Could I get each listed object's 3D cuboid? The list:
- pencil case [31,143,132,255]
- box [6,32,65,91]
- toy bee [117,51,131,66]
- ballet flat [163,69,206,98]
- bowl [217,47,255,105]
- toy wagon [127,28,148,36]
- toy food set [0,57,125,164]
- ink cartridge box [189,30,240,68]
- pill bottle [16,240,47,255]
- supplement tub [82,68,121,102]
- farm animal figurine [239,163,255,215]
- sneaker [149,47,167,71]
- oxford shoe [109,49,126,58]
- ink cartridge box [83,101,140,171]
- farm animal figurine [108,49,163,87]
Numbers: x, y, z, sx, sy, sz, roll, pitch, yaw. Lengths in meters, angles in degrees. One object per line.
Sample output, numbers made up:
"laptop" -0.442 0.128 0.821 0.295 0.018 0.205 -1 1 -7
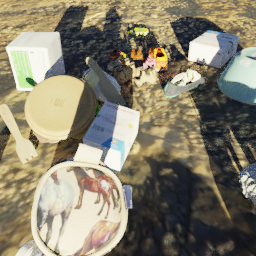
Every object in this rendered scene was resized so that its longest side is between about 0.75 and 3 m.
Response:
"pencil case" -0.740 1.129 4.135 1.064 2.734 1.223 24 71 -6
"box" -3.069 -2.297 9.627 1.362 1.582 1.590 1 37 2
"toy bee" -0.269 -2.742 11.091 0.672 0.558 1.027 -40 19 22
"ballet flat" 1.994 -1.597 9.467 1.924 0.703 0.703 -23 42 -28
"bowl" 4.313 -1.872 9.350 2.381 1.246 2.381 -1 37 1
"toy wagon" 0.487 -4.917 14.301 1.078 0.213 0.836 2 36 2
"toy food set" -1.728 -0.489 7.425 2.932 0.589 2.024 -30 72 -10
"ink cartridge box" 3.569 -3.322 11.635 1.421 0.820 1.946 23 42 28
"pill bottle" -1.110 2.230 4.276 1.257 0.706 0.706 17 40 22
"supplement tub" -0.862 -1.370 8.988 0.852 0.852 1.175 -23 43 -28
"farm animal figurine" 3.521 1.611 4.385 2.971 1.549 2.938 5 37 6
"sneaker" 1.262 -2.944 11.232 0.690 0.729 1.891 -6 35 -6
"oxford shoe" -0.424 -3.199 11.922 0.803 0.291 0.286 -25 43 -29
"ink cartridge box" -0.360 0.179 6.584 0.893 0.889 1.218 18 54 12
"farm animal figurine" 0.219 -1.964 9.900 1.624 0.856 1.642 -18 46 -4
